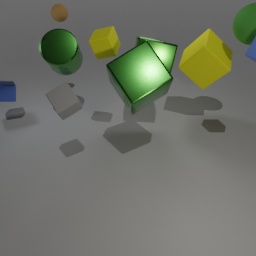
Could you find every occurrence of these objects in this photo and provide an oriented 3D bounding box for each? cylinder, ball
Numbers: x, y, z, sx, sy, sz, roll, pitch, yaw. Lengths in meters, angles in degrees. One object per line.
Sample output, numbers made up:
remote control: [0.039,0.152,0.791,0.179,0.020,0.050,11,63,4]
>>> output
cylinder: [-2.547,-2.909,10.887,1.400,1.400,1.400,-1,-5,-1]
ball: [-2.842,-4.755,11.588,0.700,0.700,0.700,0,32,0]
ball: [4.415,-3.633,9.812,1.400,1.400,1.400,0,32,0]

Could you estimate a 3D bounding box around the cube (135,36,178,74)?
cube: [0.887,-2.536,10.372,1.400,1.400,1.400,11,18,-5]

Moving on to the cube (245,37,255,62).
cube: [4.118,-2.287,8.370,0.700,0.700,0.700,18,19,-27]

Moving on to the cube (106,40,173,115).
cube: [0.331,-1.460,8.463,1.400,1.400,1.400,-32,81,-4]

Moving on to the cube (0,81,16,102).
cube: [-5.036,-1.516,11.546,0.700,0.700,0.700,-4,25,-28]

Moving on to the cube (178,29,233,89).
cube: [3.058,-2.681,10.996,1.400,1.400,1.400,38,47,-16]

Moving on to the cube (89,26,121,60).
cube: [-0.736,-2.731,9.005,0.700,0.700,0.700,-5,46,22]

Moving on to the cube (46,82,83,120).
cube: [-1.837,-0.769,8.139,0.700,0.700,0.700,-33,78,-8]
